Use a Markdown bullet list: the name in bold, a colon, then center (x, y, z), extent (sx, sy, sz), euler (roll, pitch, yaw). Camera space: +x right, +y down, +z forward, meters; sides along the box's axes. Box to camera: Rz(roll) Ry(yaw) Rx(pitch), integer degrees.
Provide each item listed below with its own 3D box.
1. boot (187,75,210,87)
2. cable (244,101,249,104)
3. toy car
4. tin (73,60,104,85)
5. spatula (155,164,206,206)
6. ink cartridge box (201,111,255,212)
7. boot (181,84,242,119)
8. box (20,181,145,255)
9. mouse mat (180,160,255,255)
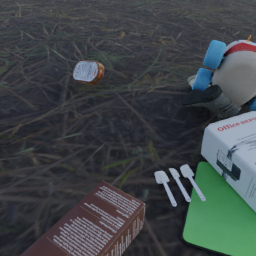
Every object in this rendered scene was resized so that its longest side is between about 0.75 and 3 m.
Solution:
- **boot**: center (3.300, -1.733, 11.256), extent (1.644, 0.593, 1.272), euler (-4, 34, -4)
- **cable**: center (4.417, -1.147, 10.764), extent (0.890, 0.226, 0.726), euler (-8, 30, -8)
- **toy car**: center (4.018, -2.407, 9.883), extent (2.598, 2.493, 2.818), euler (20, 58, 7)
- **tin**: center (-1.630, -2.240, 11.253), extent (1.693, 0.948, 0.354), euler (16, 3, 42)
- **spatula**: center (1.269, 1.417, 6.973), extent (0.970, 0.112, 1.394), euler (-9, 30, -6)
- **ink cartridge box**: center (3.298, 0.793, 6.958), extent (1.829, 1.037, 2.495), euler (-15, 41, -18)
- **boot**: center (2.761, -0.726, 9.513), extent (0.670, 1.292, 1.978), euler (-57, 20, -16)
- **box**: center (-0.766, 2.191, 5.378), extent (1.168, 0.874, 2.333), euler (23, 39, 29)
- **mouse mat**: center (2.537, 1.838, 6.548), extent (2.222, 0.104, 2.762), euler (12, 37, 16)
